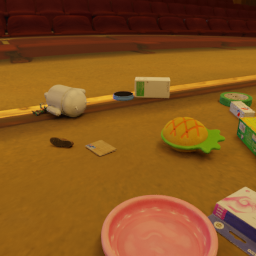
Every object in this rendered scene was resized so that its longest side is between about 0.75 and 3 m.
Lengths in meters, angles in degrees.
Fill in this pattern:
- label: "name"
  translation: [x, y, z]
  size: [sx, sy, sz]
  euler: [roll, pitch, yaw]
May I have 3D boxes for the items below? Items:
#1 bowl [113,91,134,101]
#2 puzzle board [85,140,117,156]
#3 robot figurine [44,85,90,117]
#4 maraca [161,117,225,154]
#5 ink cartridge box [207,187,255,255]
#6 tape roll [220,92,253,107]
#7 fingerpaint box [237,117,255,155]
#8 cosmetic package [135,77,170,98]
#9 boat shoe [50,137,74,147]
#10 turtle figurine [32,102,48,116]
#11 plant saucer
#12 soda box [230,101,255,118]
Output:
- label: "bowl"
  translation: [-0.250, -1.756, 15.176]
  size: [1.161, 0.228, 1.161]
  euler: [0, 24, 0]
- label: "puzzle board"
  translation: [-0.954, 0.701, 9.777]
  size: [0.715, 0.083, 0.949]
  euler: [-20, 30, -36]
- label: "robot figurine"
  translation: [-2.775, -1.236, 12.677]
  size: [2.239, 1.264, 1.899]
  euler: [18, 53, 34]
- label: "maraca"
  translation: [2.140, 0.273, 9.454]
  size: [2.102, 1.124, 1.441]
  euler: [15, 46, 29]
- label: "ink cartridge box"
  translation: [2.858, 2.085, 6.302]
  size: [1.655, 0.358, 1.625]
  euler: [-15, 28, -34]
- label: "tape roll"
  translation: [5.492, -1.442, 14.281]
  size: [1.550, 0.372, 1.550]
  euler: [1, 24, 0]
- label: "fingerpaint box"
  translation: [5.075, 0.361, 9.643]
  size: [1.802, 0.792, 2.160]
  euler: [-2, 24, -2]
- label: "cosmetic package"
  translation: [1.324, -2.215, 15.260]
  size: [1.879, 1.011, 0.797]
  euler: [1, 23, 6]
- label: "boat shoe"
  translation: [-2.351, 0.520, 9.968]
  size: [0.858, 0.309, 0.292]
  euler: [13, 3, 12]
- label: "turtle figurine"
  translation: [-3.958, -0.886, 12.947]
  size: [0.655, 0.440, 0.875]
  euler: [5, 36, 48]
- label: "plant saucer"
  translation: [0.609, 2.252, 5.629]
  size: [2.268, 0.575, 2.268]
  euler: [-1, 24, 0]
- label: "soda box"
  translation: [5.115, -0.751, 12.591]
  size: [0.498, 0.466, 1.463]
  euler: [-1, 24, -3]
